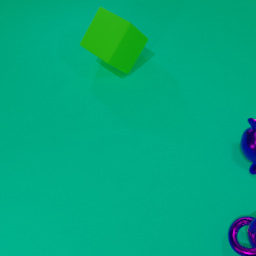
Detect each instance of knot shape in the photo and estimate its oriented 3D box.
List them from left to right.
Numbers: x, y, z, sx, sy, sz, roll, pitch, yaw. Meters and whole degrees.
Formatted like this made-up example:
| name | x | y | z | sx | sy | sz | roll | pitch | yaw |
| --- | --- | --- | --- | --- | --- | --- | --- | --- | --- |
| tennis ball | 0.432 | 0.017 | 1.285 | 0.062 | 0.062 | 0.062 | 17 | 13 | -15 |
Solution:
| name | x | y | z | sx | sy | sz | roll | pitch | yaw |
| --- | --- | --- | --- | --- | --- | --- | --- | --- | --- |
| knot shape | 2.933 | 2.472 | 5.958 | 0.626 | 1.354 | 1.267 | -7 | 66 | -54 |

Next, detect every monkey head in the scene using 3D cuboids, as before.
| name | x | y | z | sx | sy | sz | roll | pitch | yaw |
| --- | --- | --- | --- | --- | --- | --- | --- | --- | --- |
| monkey head | 3.512 | 0.431 | 7.218 | 0.933 | 1.548 | 1.113 | -17 | 17 | -32 |

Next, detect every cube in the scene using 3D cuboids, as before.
| name | x | y | z | sx | sy | sz | roll | pitch | yaw |
| --- | --- | --- | --- | --- | --- | --- | --- | --- | --- |
| cube | -0.427 | -2.756 | 8.959 | 1.336 | 1.336 | 1.336 | 37 | 103 | 26 |
